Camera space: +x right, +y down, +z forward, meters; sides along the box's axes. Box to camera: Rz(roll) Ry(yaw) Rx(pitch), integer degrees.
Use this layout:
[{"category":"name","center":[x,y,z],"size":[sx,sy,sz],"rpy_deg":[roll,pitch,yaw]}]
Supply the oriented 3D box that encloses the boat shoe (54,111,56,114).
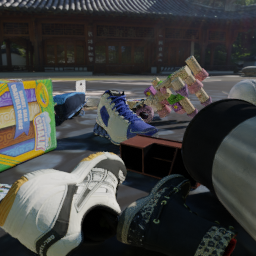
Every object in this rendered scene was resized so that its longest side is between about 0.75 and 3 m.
[{"category":"boat shoe","center":[-2.895,-0.945,11.730],"size":[1.755,0.563,0.647],"rpy_deg":[-12,18,-43]}]

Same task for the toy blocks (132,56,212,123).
[{"category":"toy blocks","center":[1.772,-0.889,9.828],"size":[2.157,1.943,2.308],"rpy_deg":[-26,20,39]}]

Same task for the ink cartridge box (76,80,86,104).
[{"category":"ink cartridge box","center":[-2.357,-1.639,13.293],"size":[0.305,1.216,1.401],"rpy_deg":[2,13,8]}]

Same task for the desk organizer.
[{"category":"desk organizer","center":[0.656,0.566,5.154],"size":[1.613,0.579,0.621],"rpy_deg":[9,18,36]}]

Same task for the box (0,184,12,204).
[{"category":"box","center":[-2.211,1.103,3.341],"size":[1.094,0.319,1.597],"rpy_deg":[2,13,8]}]

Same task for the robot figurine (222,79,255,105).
[{"category":"robot figurine","center":[4.551,-0.915,9.596],"size":[2.543,1.436,2.156],"rpy_deg":[-1,47,-5]}]

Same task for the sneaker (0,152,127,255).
[{"category":"sneaker","center":[-0.458,0.945,3.445],"size":[0.975,0.841,2.223],"rpy_deg":[33,18,18]}]

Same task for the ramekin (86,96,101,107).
[{"category":"ramekin","center":[-1.644,-1.298,13.577],"size":[0.825,0.433,0.825],"rpy_deg":[0,13,0]}]

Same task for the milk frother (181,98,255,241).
[{"category":"milk frother","center":[2.085,0.006,3.201],"size":[2.283,2.529,2.379],"rpy_deg":[-1,13,-8]}]

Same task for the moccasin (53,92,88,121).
[{"category":"moccasin","center":[-2.245,-0.820,10.463],"size":[1.128,0.956,2.803],"rpy_deg":[-6,10,10]}]

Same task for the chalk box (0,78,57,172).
[{"category":"chalk box","center":[-2.717,-0.215,6.114],"size":[1.696,1.684,2.717],"rpy_deg":[5,13,25]}]

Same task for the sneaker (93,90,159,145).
[{"category":"sneaker","center":[-0.244,-0.346,7.476],"size":[0.909,1.300,2.251],"rpy_deg":[-11,17,-37]}]

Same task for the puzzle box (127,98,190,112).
[{"category":"puzzle box","center":[1.335,-1.170,13.180],"size":[2.787,0.354,1.854],"rpy_deg":[-11,18,-41]}]

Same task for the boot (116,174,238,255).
[{"category":"boot","center":[0.706,1.057,3.212],"size":[1.109,0.530,1.468],"rpy_deg":[14,19,34]}]
